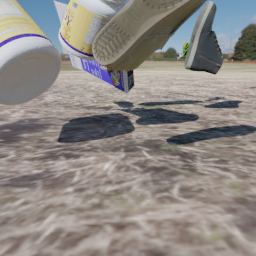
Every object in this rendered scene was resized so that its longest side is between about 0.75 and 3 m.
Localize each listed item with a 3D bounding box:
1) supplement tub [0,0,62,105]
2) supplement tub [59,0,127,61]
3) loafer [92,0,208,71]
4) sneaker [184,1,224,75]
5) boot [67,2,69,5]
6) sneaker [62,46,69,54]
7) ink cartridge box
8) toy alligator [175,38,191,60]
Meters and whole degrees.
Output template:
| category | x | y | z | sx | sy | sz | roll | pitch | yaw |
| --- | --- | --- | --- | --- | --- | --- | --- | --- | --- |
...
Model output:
| category | x | y | z | sx | sy | sz | roll | pitch | yaw |
| --- | --- | --- | --- | --- | --- | --- | --- | --- | --- |
| supplement tub | -2.801 | -1.881 | 6.170 | 2.403 | 1.747 | 1.747 | 50 | 36 | 17 |
| supplement tub | -0.786 | -2.549 | 6.409 | 1.227 | 1.687 | 1.227 | 18 | 44 | -19 |
| loafer | 0.477 | -1.914 | 4.845 | 2.478 | 0.938 | 0.846 | -37 | -22 | 11 |
| sneaker | 2.946 | -3.146 | 9.992 | 1.261 | 2.375 | 0.888 | 12 | 24 | -4 |
| boot | -0.331 | -3.659 | 9.317 | 2.831 | 1.024 | 2.355 | -17 | -23 | 9 |
| sneaker | -1.811 | -2.954 | 10.338 | 0.718 | 0.647 | 1.751 | -17 | 36 | -28 |
| ink cartridge box | -0.928 | -2.466 | 8.373 | 2.440 | 2.417 | 0.530 | 29 | 60 | 23 |
| toy alligator | 2.625 | -3.292 | 11.757 | 0.676 | 0.490 | 2.040 | 27 | 60 | 39 |
